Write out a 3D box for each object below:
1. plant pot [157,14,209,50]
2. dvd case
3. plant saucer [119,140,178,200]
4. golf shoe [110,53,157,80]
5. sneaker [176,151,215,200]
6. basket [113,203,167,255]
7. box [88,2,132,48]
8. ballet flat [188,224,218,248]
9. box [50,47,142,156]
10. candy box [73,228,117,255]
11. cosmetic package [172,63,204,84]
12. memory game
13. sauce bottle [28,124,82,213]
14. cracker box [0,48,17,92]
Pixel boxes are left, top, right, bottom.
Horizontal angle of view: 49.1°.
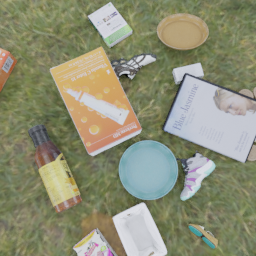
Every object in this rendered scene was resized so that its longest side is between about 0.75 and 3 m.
[{"bbox_3d":[1.913,-3.351,9.867,1.780,0.245,1.780,-2,59,3],"label":"plant pot"},{"bbox_3d":[2.848,-0.362,9.243,2.917,0.256,2.081,22,89,6],"label":"dvd case"},{"bbox_3d":[0.653,1.361,9.115,1.895,0.341,1.895,0,78,0],"label":"plant saucer"},{"bbox_3d":[0.227,-2.104,9.715,1.654,0.643,0.781,-13,90,4],"label":"golf shoe"},{"bbox_3d":[1.912,1.430,9.007,1.118,0.621,1.599,40,72,9],"label":"sneaker"},{"bbox_3d":[0.330,3.152,8.437,1.077,0.980,1.589,-24,81,-5],"label":"basket"},{"bbox_3d":[-0.652,-3.736,10.166,1.021,0.257,1.415,-34,80,-6],"label":"box"},{"bbox_3d":[2.361,3.309,8.786,1.061,0.364,0.334,42,54,5],"label":"ballet flat"},{"bbox_3d":[-0.981,-0.772,8.907,1.769,1.387,2.845,-26,84,-5],"label":"box"},{"bbox_3d":[-0.933,3.894,8.585,0.891,0.398,1.306,-38,81,-6],"label":"candy box"},{"bbox_3d":[2.085,-1.888,9.747,0.956,0.341,0.485,-13,80,-2],"label":"cosmetic package"},{"bbox_3d":[4.601,-0.135,9.493,2.759,0.176,2.759,0,79,0],"label":"memory game"},{"bbox_3d":[-2.368,1.228,8.847,0.927,0.927,2.808,-25,81,-5],"label":"sauce bottle"},{"bbox_3d":[-5.468,-2.195,9.594,2.626,0.757,1.759,23,80,5],"label":"cracker box"}]
